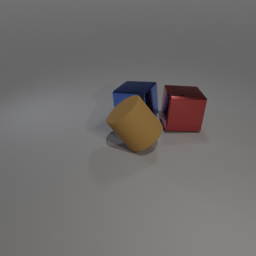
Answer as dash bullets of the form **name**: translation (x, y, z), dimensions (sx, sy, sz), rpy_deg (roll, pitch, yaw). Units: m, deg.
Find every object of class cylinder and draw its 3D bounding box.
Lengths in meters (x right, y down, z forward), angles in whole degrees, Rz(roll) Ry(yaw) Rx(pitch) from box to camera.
- **cylinder**: translation (0.232, -0.151, 9.548), dimensions (1.400, 1.400, 1.400), rpy_deg (-34, 24, 17)

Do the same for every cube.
- **cube**: translation (0.343, -1.041, 11.514), dimensions (1.400, 1.400, 1.400), rpy_deg (7, 29, 24)
- **cube**: translation (2.141, -0.800, 11.095), dimensions (1.400, 1.400, 1.400), rpy_deg (2, 27, -4)
